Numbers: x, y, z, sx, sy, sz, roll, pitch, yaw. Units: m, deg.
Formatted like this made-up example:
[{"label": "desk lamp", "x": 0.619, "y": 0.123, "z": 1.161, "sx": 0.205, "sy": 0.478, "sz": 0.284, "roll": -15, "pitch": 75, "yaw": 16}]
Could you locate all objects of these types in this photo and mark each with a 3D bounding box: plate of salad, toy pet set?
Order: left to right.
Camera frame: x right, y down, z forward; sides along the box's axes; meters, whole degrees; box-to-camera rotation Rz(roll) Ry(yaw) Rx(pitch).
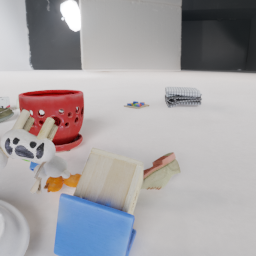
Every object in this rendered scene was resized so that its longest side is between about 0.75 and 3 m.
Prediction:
[{"label": "plate of salad", "x": -2.537, "y": 1.608, "z": 3.709, "sx": 2.329, "sy": 0.559, "sz": 2.329, "roll": 8, "pitch": 18, "yaw": -3}, {"label": "toy pet set", "x": -1.073, "y": 1.065, "z": 4.259, "sx": 2.540, "sy": 1.444, "sz": 2.720, "roll": 15, "pitch": -26, "yaw": 11}]

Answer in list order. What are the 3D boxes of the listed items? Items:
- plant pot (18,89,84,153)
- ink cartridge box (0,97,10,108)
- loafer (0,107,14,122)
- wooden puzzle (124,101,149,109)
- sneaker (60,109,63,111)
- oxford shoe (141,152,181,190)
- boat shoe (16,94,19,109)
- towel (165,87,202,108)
[{"label": "plant pot", "x": -2.234, "y": -0.254, "z": 8.392, "sx": 1.857, "sy": 1.691, "sz": 1.857, "roll": 0, "pitch": 16, "yaw": 0}, {"label": "ink cartridge box", "x": -6.224, "y": -1.118, "z": 13.492, "sx": 0.973, "sy": 0.707, "sz": 0.406, "roll": -8, "pitch": 17, "yaw": -28}, {"label": "loafer", "x": -6.116, "y": -0.697, "z": 11.478, "sx": 2.693, "sy": 0.938, "sz": 1.013, "roll": -3, "pitch": 15, "yaw": -11}, {"label": "wooden puzzle", "x": 0.458, "y": -1.241, "z": 14.844, "sx": 0.987, "sy": 0.247, "sz": 1.066, "roll": 12, "pitch": 19, "yaw": 39}, {"label": "sneaker", "x": -3.266, "y": -1.307, "z": 14.295, "sx": 0.840, "sy": 0.653, "sz": 1.866, "roll": -16, "pitch": 19, "yaw": -37}, {"label": "oxford shoe", "x": 0.509, "y": 1.077, "z": 5.738, "sx": 1.501, "sy": 0.554, "sz": 0.531, "roll": -31, "pitch": 3, "yaw": -22}, {"label": "boat shoe", "x": -5.607, "y": -1.420, "z": 14.889, "sx": 0.509, "sy": 0.609, "sz": 1.705, "roll": -5, "pitch": 22, "yaw": -16}, {"label": "towel", "x": 2.946, "y": -1.684, "z": 15.225, "sx": 1.867, "sy": 0.965, "sz": 2.255, "roll": 3, "pitch": 14, "yaw": 4}]
